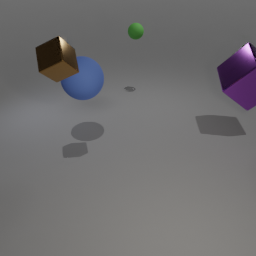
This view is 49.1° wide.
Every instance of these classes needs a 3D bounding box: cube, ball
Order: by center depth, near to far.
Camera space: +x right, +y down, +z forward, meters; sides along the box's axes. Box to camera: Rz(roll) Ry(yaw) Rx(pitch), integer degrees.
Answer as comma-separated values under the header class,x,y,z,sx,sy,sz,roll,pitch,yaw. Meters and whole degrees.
class,x,y,z,sx,sy,sz,roll,pitch,yaw
cube,-1.702,-1.638,6.767,0.700,0.700,0.700,-20,71,18
ball,-1.480,-1.605,9.078,1.400,1.400,1.400,0,31,0
cube,4.152,-1.748,9.670,1.400,1.400,1.400,29,43,-25
ball,0.341,-4.260,12.331,0.700,0.700,0.700,0,31,0
